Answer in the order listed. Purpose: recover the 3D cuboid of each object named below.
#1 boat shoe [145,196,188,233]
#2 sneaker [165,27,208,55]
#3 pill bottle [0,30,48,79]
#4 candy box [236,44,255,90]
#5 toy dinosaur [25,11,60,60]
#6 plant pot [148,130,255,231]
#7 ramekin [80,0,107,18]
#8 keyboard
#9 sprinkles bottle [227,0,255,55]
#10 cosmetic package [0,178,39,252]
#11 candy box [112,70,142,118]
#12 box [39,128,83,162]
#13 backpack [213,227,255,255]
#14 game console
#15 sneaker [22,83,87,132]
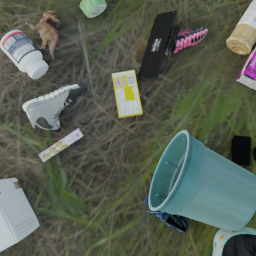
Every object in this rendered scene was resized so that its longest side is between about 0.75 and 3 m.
[{"bbox_3d":[1.435,3.013,9.962,1.819,0.624,0.765,31,85,3],"label":"boat shoe"},{"bbox_3d":[2.099,-3.529,10.679,1.876,0.741,0.895,-23,73,-4],"label":"sneaker"},{"bbox_3d":[-3.792,-2.672,10.373,1.013,1.013,1.694,-42,86,-4],"label":"pill bottle"},{"bbox_3d":[5.807,-2.026,10.215,2.887,0.881,1.969,28,89,7],"label":"candy box"},{"bbox_3d":[-2.990,-3.638,10.623,1.274,0.807,1.880,-26,90,-9],"label":"toy dinosaur"},{"bbox_3d":[2.486,1.894,9.182,2.733,2.790,2.790,25,84,-5],"label":"plant pot"},{"bbox_3d":[-1.290,-4.635,10.622,0.977,0.977,0.477,-31,92,-3],"label":"ramekin"},{"bbox_3d":[1.301,-3.010,10.481,0.533,1.399,2.688,18,87,-42],"label":"keyboard"},{"bbox_3d":[4.862,-4.193,10.540,0.988,0.988,2.896,33,85,3],"label":"sprinkles bottle"},{"bbox_3d":[-4.737,3.154,9.226,2.482,2.046,2.048,-28,85,-2],"label":"cosmetic package"},{"bbox_3d":[-0.038,-1.280,10.472,0.889,0.230,1.739,-10,77,1],"label":"candy box"},{"bbox_3d":[-2.448,0.626,10.270,1.726,0.334,0.358,-33,95,-1],"label":"box"},{"bbox_3d":[3.772,4.438,9.208,2.058,1.795,2.342,5,92,5],"label":"backpack"},{"bbox_3d":[4.763,0.883,10.393,1.855,0.224,1.094,5,84,0],"label":"game console"},{"bbox_3d":[-2.482,-0.642,10.296,2.501,0.938,1.445,-19,90,7],"label":"sneaker"}]
